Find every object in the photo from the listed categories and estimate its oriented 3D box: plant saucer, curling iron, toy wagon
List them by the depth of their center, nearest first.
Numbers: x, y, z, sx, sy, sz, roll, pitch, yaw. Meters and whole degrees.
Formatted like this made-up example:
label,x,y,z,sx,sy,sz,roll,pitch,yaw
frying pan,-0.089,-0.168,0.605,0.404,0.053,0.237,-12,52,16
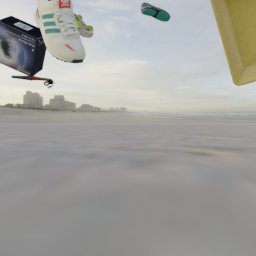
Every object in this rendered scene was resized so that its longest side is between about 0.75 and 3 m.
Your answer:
label,x,y,z,sx,sy,sz,roll,pitch,yaw
plant saucer,3.907,-2.854,7.464,2.790,2.789,0.676,-15,16,23
curling iron,-3.117,-1.562,9.194,1.393,0.345,0.178,9,21,-8
toy wagon,-2.024,-4.067,10.399,0.350,1.769,1.373,-45,-1,19

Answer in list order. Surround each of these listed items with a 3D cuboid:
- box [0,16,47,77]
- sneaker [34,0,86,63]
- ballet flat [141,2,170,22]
label,x,y,z,sx,sy,sz,roll,pitch,yaw
box,-3.391,-2.580,8.925,1.376,1.365,0.848,23,34,0
sneaker,-1.731,-2.752,7.200,0.845,2.401,1.122,-12,-31,-35
ballet flat,0.897,-3.788,9.064,1.154,0.428,0.428,5,-2,-37
